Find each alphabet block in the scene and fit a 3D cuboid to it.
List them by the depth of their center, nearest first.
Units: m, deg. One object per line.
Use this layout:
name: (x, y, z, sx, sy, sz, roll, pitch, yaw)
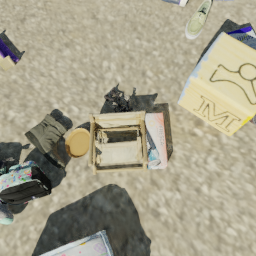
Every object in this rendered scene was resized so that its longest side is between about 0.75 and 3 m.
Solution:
alphabet block: (3.423, -1.441, 9.765, 2.309, 2.267, 2.255, 35, 77, 11)

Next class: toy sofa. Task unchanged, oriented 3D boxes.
toy sofa: (-5.097, -3.089, 11.170, 0.733, 0.622, 1.502, -39, 76, -11)

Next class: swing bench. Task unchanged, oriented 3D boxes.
swing bench: (-0.332, 0.496, 9.704, 1.943, 1.267, 1.953, -2, 67, 0)

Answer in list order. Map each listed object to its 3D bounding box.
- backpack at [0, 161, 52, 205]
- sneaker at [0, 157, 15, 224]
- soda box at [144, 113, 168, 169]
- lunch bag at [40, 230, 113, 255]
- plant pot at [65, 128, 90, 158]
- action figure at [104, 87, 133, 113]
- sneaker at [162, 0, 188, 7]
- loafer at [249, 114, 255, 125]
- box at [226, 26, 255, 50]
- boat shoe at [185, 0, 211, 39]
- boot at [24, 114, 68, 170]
backpack: (-3.437, 1.860, 9.204, 1.505, 1.336, 1.133, -23, 51, -3)
sneaker: (-4.353, 1.796, 9.368, 2.592, 1.008, 1.813, 38, 77, 11)
soda box: (0.977, 0.458, 10.009, 0.672, 0.624, 1.964, -3, 71, -1)
lunch bag: (-1.587, 4.646, 8.028, 2.932, 1.864, 2.486, -25, 72, 3)
plant pot: (-1.758, 0.553, 10.054, 1.107, 0.152, 1.107, -7, 71, 22)
action figure: (-0.302, -0.895, 10.442, 0.782, 0.671, 1.315, -38, 74, -22)
sneaker: (2.018, -6.669, 12.080, 1.977, 1.088, 2.700, 23, 79, 3)
loafer: (5.325, -1.000, 10.536, 2.408, 0.758, 0.866, -43, 114, -10)
box: (4.434, -3.123, 11.117, 1.289, 0.735, 1.402, -17, 72, -6)
boat shoe: (2.920, -4.575, 11.666, 0.687, 0.592, 1.908, 23, 73, 7)
boot: (-2.630, 0.429, 10.036, 1.983, 0.671, 1.295, 43, 71, 11)
